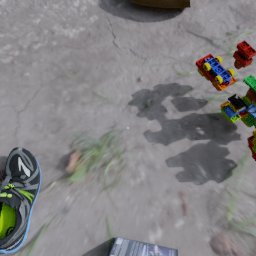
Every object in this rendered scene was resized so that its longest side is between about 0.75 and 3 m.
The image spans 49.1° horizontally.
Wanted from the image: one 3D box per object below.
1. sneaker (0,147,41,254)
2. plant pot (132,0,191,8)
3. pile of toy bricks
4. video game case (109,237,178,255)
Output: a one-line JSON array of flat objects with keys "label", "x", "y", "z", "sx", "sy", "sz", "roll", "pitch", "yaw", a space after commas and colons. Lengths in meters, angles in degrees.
[{"label": "sneaker", "x": -2.378, "y": 1.418, "z": 5.897, "sx": 0.788, "sy": 0.921, "sz": 2.223, "roll": 1, "pitch": 62, "yaw": -1}, {"label": "plant pot", "x": 0.995, "y": -4.528, "z": 8.762, "sx": 1.809, "sy": 1.686, "sz": 1.686, "roll": -4, "pitch": 61, "yaw": 14}, {"label": "pile of toy bricks", "x": 2.858, "y": -0.510, "z": 6.542, "sx": 1.614, "sy": 1.436, "sz": 2.910, "roll": -29, "pitch": 66, "yaw": -9}, {"label": "video game case", "x": 0.304, "y": 2.480, "z": 5.352, "sx": 1.286, "sy": 0.919, "sz": 0.122, "roll": 9, "pitch": 99, "yaw": 9}]
